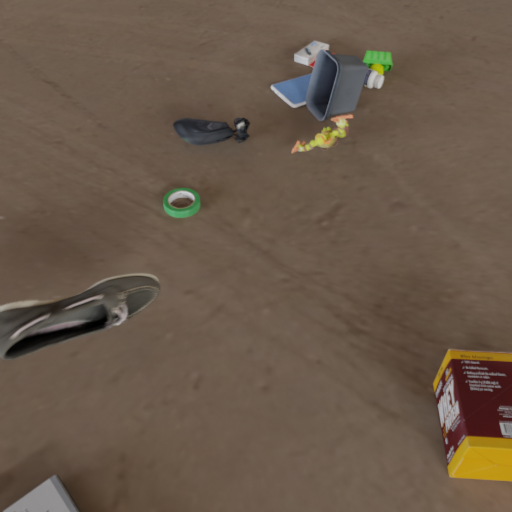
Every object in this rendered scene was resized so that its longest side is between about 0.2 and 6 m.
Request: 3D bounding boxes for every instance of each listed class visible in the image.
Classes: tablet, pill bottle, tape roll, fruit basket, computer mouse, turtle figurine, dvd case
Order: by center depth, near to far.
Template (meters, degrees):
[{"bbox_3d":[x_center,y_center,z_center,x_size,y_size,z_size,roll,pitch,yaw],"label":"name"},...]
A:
[{"bbox_3d":[-2.722,3.678,5.919,2.229,0.276,1.675,-32,54,-27],"label":"dvd case"},{"bbox_3d":[-1.377,-0.985,10.370,0.672,0.161,0.672,-1,47,1],"label":"tape roll"},{"bbox_3d":[1.469,-2.381,11.095,0.466,1.448,1.168,58,33,-4],"label":"turtle figurine"},{"bbox_3d":[-0.908,-2.458,11.296,1.553,1.075,0.409,3,83,-1],"label":"computer mouse"},{"bbox_3d":[1.286,-3.949,13.183,1.633,0.112,1.063,-22,51,-20],"label":"tablet"},{"bbox_3d":[2.609,-4.204,13.219,0.737,0.409,0.409,26,52,22],"label":"pill bottle"},{"bbox_3d":[2.920,-4.557,13.584,0.780,0.562,0.780,0,90,6],"label":"fruit basket"}]

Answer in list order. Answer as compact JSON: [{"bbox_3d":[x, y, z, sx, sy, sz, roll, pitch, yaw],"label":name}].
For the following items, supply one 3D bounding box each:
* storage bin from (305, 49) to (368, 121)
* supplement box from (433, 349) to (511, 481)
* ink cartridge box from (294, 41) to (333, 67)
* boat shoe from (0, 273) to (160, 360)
[{"bbox_3d":[1.765,-3.767,12.253,0.931,1.387,1.009,-11,48,-25],"label":"storage bin"},{"bbox_3d":[3.077,2.006,7.063,1.313,0.884,1.331,3,47,3],"label":"supplement box"},{"bbox_3d":[1.569,-5.078,14.175,0.833,0.211,0.945,28,53,25],"label":"ink cartridge box"},{"bbox_3d":[-2.288,0.833,7.370,2.236,0.748,0.637,-14,48,-22],"label":"boat shoe"}]
